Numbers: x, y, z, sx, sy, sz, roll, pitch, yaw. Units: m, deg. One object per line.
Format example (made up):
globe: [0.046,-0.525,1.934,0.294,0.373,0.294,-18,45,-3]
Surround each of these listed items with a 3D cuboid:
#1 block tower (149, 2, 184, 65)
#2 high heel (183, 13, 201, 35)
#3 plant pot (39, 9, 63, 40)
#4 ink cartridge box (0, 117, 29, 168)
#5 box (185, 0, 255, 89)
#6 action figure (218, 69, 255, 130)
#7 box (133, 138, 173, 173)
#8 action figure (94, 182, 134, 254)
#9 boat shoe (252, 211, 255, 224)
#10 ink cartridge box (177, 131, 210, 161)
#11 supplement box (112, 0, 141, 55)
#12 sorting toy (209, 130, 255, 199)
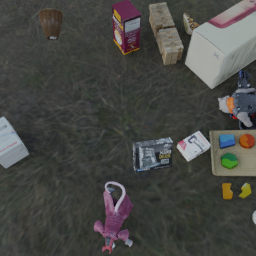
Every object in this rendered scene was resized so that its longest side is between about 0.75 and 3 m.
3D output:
block tower: [1.555,-3.972,11.710,0.758,0.812,2.807,-10,64,-5]
high heel: [3.082,-4.357,11.979,1.136,0.569,1.594,-20,79,-3]
plant pot: [-2.467,-3.301,9.063,0.754,0.754,0.806,-4,88,-2]
ink cartridge box: [-4.035,0.491,9.186,0.914,0.910,1.258,-34,67,-17]
box: [3.923,-3.242,10.651,2.994,1.914,1.631,-33,66,-17]
action figure: [4.365,-1.198,9.577,2.570,1.390,2.657,-14,64,24]
box: [0.629,0.685,7.079,0.985,0.777,0.245,-7,30,-10]
action figure: [-0.320,2.618,7.892,1.176,1.307,1.756,12,48,0]
boat shoe: [4.537,2.876,8.088,1.741,0.558,0.642,27,65,14]
ink cartridge box: [2.211,0.604,9.431,0.894,0.377,0.647,-29,65,-15]
supplement box: [-0.064,-3.959,11.103,0.770,1.797,0.992,-26,65,-13]
sorting toy: [3.629,1.104,9.102,1.774,0.319,2.381,0,62,7]
